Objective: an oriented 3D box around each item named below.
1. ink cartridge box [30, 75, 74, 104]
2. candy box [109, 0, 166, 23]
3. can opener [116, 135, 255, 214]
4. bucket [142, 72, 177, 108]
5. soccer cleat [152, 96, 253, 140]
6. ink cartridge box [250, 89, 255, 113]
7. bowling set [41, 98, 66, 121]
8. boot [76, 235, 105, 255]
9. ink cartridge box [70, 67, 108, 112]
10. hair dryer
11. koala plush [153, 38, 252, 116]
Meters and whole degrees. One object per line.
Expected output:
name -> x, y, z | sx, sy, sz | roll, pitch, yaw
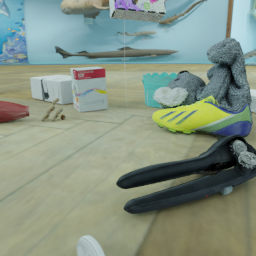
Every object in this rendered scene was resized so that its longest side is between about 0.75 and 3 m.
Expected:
ink cartridge box -> -3.022, -1.811, 12.763 | 2.428, 1.022, 1.755 | 14, 21, 40
candy box -> 0.296, -4.489, 9.488 | 1.814, 1.522, 0.649 | -2, -9, -17
can opener -> 1.114, 0.791, 4.512 | 2.750, 1.081, 0.872 | -13, 60, -30
bucket -> 1.556, -1.600, 11.615 | 1.962, 1.276, 1.962 | 1, 16, 0
soccer cleat -> 1.928, -0.356, 7.546 | 2.672, 1.118, 0.864 | 10, 19, 30
ink cartridge box -> 4.745, -1.190, 11.360 | 1.386, 0.641, 2.544 | -7, 16, -23
bowling set -> -2.321, -0.476, 9.063 | 0.630, 0.905, 0.486 | 33, 23, -7
boot -> -0.441, 1.425, 2.745 | 0.452, 0.348, 0.946 | -2, 16, -30
ink cartridge box -> -1.494, -1.497, 10.728 | 1.136, 1.571, 1.141 | -9, 18, -20
hair dryer -> -4.481, -0.669, 9.353 | 2.736, 0.743, 2.084 | 7, 16, 20
koala plush -> 2.145, -0.983, 8.447 | 2.602, 2.391, 2.307 | -11, -11, 13
